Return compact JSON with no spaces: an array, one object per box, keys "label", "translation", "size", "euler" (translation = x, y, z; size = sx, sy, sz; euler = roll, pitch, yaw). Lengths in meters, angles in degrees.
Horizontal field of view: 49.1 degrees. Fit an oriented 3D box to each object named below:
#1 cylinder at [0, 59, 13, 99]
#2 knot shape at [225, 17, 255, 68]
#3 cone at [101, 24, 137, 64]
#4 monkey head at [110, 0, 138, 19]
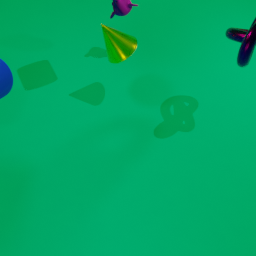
[{"label":"cylinder","translation":[-3.223,-1.000,6.086],"size":[1.048,1.048,1.048],"euler":[4,23,2]},{"label":"knot shape","translation":[3.228,-2.310,6.529],"size":[0.856,1.733,1.852],"euler":[49,34,-16]},{"label":"cone","translation":[-0.432,-2.489,7.715],"size":[1.014,1.018,1.014],"euler":[-19,52,26]},{"label":"monkey head","translation":[-0.235,-3.899,8.901],"size":[1.032,0.742,0.622],"euler":[-16,96,25]}]
